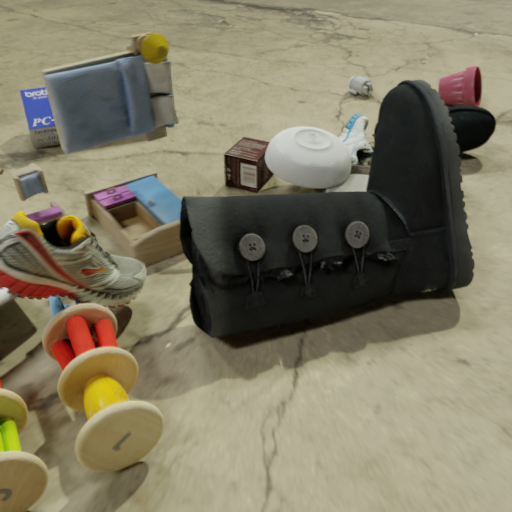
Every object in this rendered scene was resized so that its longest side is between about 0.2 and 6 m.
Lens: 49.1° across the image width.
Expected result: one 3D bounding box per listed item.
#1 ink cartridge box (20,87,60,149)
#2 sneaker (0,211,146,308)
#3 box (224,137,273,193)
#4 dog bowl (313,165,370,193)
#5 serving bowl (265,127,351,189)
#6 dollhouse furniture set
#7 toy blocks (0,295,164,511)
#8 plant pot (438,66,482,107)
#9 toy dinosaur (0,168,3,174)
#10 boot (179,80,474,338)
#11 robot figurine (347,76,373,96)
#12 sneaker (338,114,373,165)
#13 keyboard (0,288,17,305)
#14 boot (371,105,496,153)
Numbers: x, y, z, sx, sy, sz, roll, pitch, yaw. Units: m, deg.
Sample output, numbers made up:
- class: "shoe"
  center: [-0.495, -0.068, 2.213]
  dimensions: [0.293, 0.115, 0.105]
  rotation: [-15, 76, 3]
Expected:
- class: "ink cartridge box"
  center: [-3.806, -3.352, 12.883]
  dimensions: [2.822, 0.624, 1.327]
  rotation: [-14, 60, -18]
- class: "sneaker"
  center: [-2.223, 0.052, 7.166]
  dimensions: [0.922, 0.973, 2.368]
  rotation: [33, 9, 29]
- class: "box"
  center: [-0.123, -1.800, 11.019]
  dimensions: [0.715, 0.723, 0.871]
  rotation: [15, 39, 19]
- class: "dog bowl"
  center: [1.879, -1.017, 10.137]
  dimensions: [1.755, 0.515, 1.755]
  rotation: [-1, 36, 0]
- class: "serving bowl"
  center: [1.004, -1.946, 10.390]
  dimensions: [1.643, 0.540, 1.643]
  rotation: [5, 42, -5]
- class: "dollhouse furniture set"
  center: [-2.318, -1.587, 8.710]
  dimensions: [2.956, 3.131, 2.043]
  rotation: [-23, 41, -28]
- class: "toy blocks"
  center: [-2.529, 1.418, 6.450]
  dimensions: [2.188, 0.954, 2.626]
  rotation: [-18, 39, -22]
- class: "plant pot"
  center: [5.155, -4.237, 14.211]
  dimensions: [0.912, 1.019, 1.019]
  rotation: [4, 33, 32]
- class: "toy dinosaur"
  center: [-5.652, -1.903, 11.489]
  dimensions: [0.899, 0.386, 0.609]
  rotation: [-5, 43, 2]
- class: "boot"
  center: [0.860, -0.786, 7.964]
  dimensions: [3.994, 1.311, 3.292]
  rotation: [-9, 80, -10]
- class: "robot figurine"
  center: [2.783, -4.577, 15.047]
  dimensions: [0.649, 0.432, 0.766]
  rotation: [-40, 47, -12]
- class: "sneaker"
  center: [2.138, -2.324, 11.882]
  dimensions: [0.829, 0.717, 1.913]
  rotation: [21, 49, 17]
- class: "keyboard"
  center: [-4.382, 1.140, 6.383]
  dimensions: [1.305, 0.247, 4.637]
  rotation: [-12, 17, 36]
- class: "boot"
  center: [3.589, -2.151, 11.278]
  dimensions: [2.695, 0.997, 2.208]
  rotation: [-2, 33, 10]
